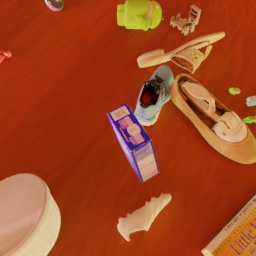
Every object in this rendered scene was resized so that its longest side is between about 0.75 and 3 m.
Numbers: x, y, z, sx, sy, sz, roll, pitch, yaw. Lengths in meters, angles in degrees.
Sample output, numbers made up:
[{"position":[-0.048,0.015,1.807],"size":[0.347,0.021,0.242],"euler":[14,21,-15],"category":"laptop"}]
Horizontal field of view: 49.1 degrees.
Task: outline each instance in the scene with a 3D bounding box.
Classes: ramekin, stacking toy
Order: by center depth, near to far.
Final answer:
[{"position":[-2.107,1.825,5.223],"size":[1.825,0.850,1.825],"euler":[-15,40,13],"category":"ramekin"},{"position":[3.632,-0.776,7.567],"size":[1.503,0.353,1.133],"euler":[-11,57,-7],"category":"stacking toy"}]

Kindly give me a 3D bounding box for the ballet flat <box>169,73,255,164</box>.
[{"position":[2.052,-0.272,6.782],"size":[0.967,0.888,2.818],"euler":[-40,69,-14],"category":"ballet flat"}]

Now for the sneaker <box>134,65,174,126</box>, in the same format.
[{"position":[0.773,-1.004,7.391],"size":[0.769,0.883,1.963],"euler":[18,58,12],"category":"sneaker"}]

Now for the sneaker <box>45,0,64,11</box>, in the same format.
[{"position":[-2.754,-4.918,10.150],"size":[0.739,0.688,1.712],"euler":[-33,63,-21],"category":"sneaker"}]

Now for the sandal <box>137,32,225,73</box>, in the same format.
[{"position":[1.651,-1.982,8.246],"size":[2.653,0.973,0.873],"euler":[-16,87,-3],"category":"sandal"}]

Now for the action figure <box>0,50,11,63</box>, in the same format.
[{"position":[-4.517,-2.319,8.278],"size":[1.950,0.965,0.636],"euler":[-2,57,-5],"category":"action figure"}]

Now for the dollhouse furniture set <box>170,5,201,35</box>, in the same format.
[{"position":[1.972,-3.646,9.360],"size":[0.834,0.554,0.731],"euler":[-32,62,-19],"category":"dollhouse furniture set"}]

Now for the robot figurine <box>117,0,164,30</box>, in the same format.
[{"position":[0.415,-3.728,9.219],"size":[1.518,0.878,1.332],"euler":[1,53,2],"category":"robot figurine"}]

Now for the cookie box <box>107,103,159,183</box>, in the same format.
[{"position":[0.115,0.292,5.066],"size":[0.427,1.135,0.971],"euler":[-27,53,-7],"category":"cookie box"}]

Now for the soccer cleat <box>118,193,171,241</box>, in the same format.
[{"position":[0.396,1.824,5.802],"size":[1.297,0.449,0.503],"euler":[-29,66,-10],"category":"soccer cleat"}]

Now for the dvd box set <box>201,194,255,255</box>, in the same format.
[{"position":[3.143,2.692,5.190],"size":[2.100,0.422,2.870],"euler":[-34,63,-22],"category":"dvd box set"}]
